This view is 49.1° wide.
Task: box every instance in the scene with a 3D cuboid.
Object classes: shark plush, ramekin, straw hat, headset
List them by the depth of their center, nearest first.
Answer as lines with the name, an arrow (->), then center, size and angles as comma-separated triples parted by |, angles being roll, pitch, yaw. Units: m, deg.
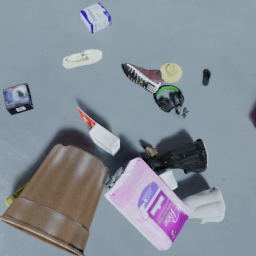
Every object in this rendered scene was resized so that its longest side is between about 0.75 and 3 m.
ramekin -> 1.030, 1.921, 9.276 | 1.229, 1.229, 0.599 | -25, 77, -10
shark plush -> -0.472, 1.822, 9.878 | 0.967, 0.439, 0.403 | -47, 53, 4
headset -> 1.722, -1.043, 10.698 | 1.055, 0.803, 1.708 | -25, 59, -9
straw hat -> 1.786, -2.374, 11.455 | 1.008, 0.426, 1.008 | 0, 68, 1

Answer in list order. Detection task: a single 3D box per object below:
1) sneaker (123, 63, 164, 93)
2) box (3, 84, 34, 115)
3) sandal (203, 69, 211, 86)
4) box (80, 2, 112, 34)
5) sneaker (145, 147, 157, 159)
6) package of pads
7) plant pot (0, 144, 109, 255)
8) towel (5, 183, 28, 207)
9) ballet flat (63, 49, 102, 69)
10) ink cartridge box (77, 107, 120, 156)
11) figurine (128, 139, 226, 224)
sneaker -> 0.705, -2.196, 11.360 | 1.740, 0.658, 1.005 | 40, 60, 13
box -> -4.261, -1.106, 10.860 | 0.911, 0.562, 0.904 | -18, 67, -7
sandal -> 3.244, -2.099, 11.462 | 0.306, 0.195, 0.815 | 10, 68, 4
box -> -1.426, -4.891, 12.425 | 1.050, 0.551, 0.966 | -30, 70, -11
sneaker -> 0.834, 0.803, 9.854 | 0.297, 0.843, 0.318 | 27, 73, 27
package of pads -> 0.573, 2.159, 7.969 | 2.367, 0.896, 1.426 | 48, 62, -12
plant pot -> -1.986, 2.112, 8.587 | 2.684, 2.684, 2.657 | 20, 60, 8
towel -> -3.516, 2.314, 9.694 | 1.355, 0.122, 0.583 | -40, 78, -16
ballet flat -> -1.869, -2.906, 11.603 | 1.742, 0.625, 0.625 | -21, 69, -9
ink cartridge box -> -1.038, 0.197, 9.276 | 1.681, 1.909, 0.427 | 36, 79, 6
figurine -> 1.554, 1.994, 9.321 | 2.641, 1.165, 2.706 | -16, 70, 6
